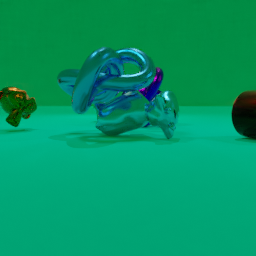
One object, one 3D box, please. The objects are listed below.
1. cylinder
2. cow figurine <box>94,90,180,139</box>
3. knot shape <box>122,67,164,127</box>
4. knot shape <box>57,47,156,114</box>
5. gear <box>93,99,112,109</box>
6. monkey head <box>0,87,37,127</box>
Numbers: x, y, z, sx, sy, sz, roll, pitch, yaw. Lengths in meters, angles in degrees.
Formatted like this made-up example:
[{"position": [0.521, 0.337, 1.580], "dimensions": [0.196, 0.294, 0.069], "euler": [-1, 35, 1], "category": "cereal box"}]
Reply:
[{"position": [2.367, -0.228, 4.739], "dimensions": [0.845, 0.845, 0.845], "euler": [-3, 6, -27], "category": "cylinder"}, {"position": [0.142, -0.236, 5.114], "dimensions": [1.526, 0.837, 1.501], "euler": [-21, 24, -7], "category": "cow figurine"}, {"position": [0.583, -0.876, 7.737], "dimensions": [0.821, 1.662, 1.776], "euler": [20, 6, 32], "category": "knot shape"}, {"position": [-0.528, -0.908, 5.278], "dimensions": [1.986, 0.918, 1.858], "euler": [-20, 9, 17], "category": "knot shape"}, {"position": [-0.238, -0.686, 10.175], "dimensions": [1.963, 0.363, 1.963], "euler": [12, 13, -3], "category": "gear"}, {"position": [-2.612, -0.471, 6.398], "dimensions": [0.768, 0.917, 1.274], "euler": [2, -27, 34], "category": "monkey head"}]
